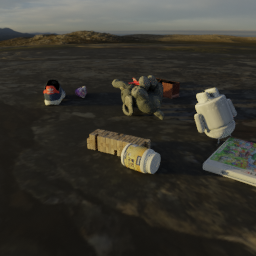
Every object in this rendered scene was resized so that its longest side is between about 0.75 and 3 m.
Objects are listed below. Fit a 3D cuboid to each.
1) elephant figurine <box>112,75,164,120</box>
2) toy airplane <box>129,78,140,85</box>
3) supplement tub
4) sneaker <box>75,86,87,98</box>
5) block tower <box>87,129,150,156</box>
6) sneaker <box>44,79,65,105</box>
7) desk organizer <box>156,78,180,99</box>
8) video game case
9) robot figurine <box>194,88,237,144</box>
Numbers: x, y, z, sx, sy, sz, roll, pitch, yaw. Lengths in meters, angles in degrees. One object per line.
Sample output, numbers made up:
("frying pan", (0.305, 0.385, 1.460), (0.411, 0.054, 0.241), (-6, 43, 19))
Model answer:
("elephant figurine", (0.401, -1.410, 13.135), (1.770, 1.941, 2.502), (27, -24, -32))
("toy airplane", (0.698, -2.993, 18.619), (1.853, 0.341, 1.853), (0, 21, 0))
("supplement tub", (0.380, 0.907, 8.257), (1.001, 0.723, 0.723), (15, 26, 33))
("sneaker", (-2.752, -2.026, 16.017), (0.606, 0.551, 1.371), (-6, 17, 3))
("block tower", (-0.338, 0.544, 9.381), (2.132, 0.576, 0.616), (10, 24, 24))
("sneaker", (-4.025, -2.161, 15.406), (1.032, 1.164, 2.754), (-4, 21, -10))
("desk organizer", (1.971, -2.368, 16.384), (0.763, 0.819, 2.128), (-19, 29, -40))
("video game case", (3.801, 1.015, 8.603), (2.192, 0.266, 2.408), (16, 26, 33))
("robot figurine", (3.113, -0.438, 9.984), (1.632, 1.925, 1.087), (-25, 7, -10))
